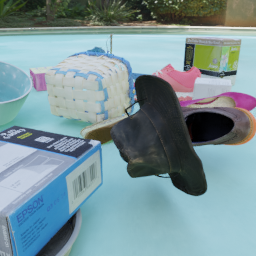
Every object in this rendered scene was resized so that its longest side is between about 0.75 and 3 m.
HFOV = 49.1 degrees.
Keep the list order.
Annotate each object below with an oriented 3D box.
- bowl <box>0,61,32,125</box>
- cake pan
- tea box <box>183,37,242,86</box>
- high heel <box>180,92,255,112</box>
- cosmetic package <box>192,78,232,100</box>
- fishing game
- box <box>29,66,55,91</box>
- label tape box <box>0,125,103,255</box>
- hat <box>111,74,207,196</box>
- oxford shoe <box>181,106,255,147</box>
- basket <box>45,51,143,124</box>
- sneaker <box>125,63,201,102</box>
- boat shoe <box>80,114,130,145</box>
[{"bbox_3d":[-3.556,-0.793,7.079,2.068,1.081,2.068,14,36,-11],"label":"bowl"},{"bbox_3d":[-1.480,1.286,3.340,1.854,0.340,1.854,0,21,0],"label":"cake pan"},{"bbox_3d":[3.358,-2.737,11.421,1.246,1.834,1.865,-15,26,-33],"label":"tea box"},{"bbox_3d":[2.179,-0.513,7.168,2.217,0.747,1.064,0,11,15],"label":"high heel"},{"bbox_3d":[2.484,-0.984,8.346,1.032,0.852,0.851,7,22,16],"label":"cosmetic package"},{"bbox_3d":[-1.331,-1.916,9.203,0.383,1.763,2.462,45,74,7],"label":"fishing game"},{"bbox_3d":[-3.044,-1.992,11.102,1.433,0.693,1.260,-12,25,-25],"label":"box"},{"bbox_3d":[-1.738,0.613,3.615,2.320,0.734,1.673,9,24,22],"label":"label tape box"},{"bbox_3d":[0.206,0.199,3.663,0.756,1.875,1.875,-21,26,-10],"label":"hat"},{"bbox_3d":[0.960,-0.036,5.200,2.484,0.884,0.901,-8,-7,39],"label":"oxford shoe"},{"bbox_3d":[-0.774,-1.127,7.422,2.248,1.774,2.550,13,33,27],"label":"basket"},{"bbox_3d":[1.070,-1.543,9.273,2.792,1.211,1.029,0,22,1],"label":"sneaker"},{"bbox_3d":[-0.311,-0.022,6.335,1.532,0.562,0.480,-12,28,-27],"label":"boat shoe"}]
